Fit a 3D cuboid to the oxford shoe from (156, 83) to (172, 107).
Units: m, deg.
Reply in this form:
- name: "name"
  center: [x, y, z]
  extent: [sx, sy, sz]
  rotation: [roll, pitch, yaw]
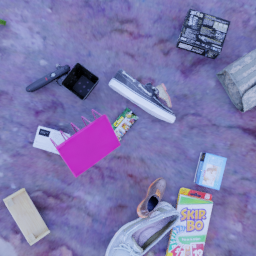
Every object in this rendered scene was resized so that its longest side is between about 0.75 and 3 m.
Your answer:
- name: "oxford shoe"
  center: [1.228, -1.071, 9.543]
  extent: [0.325, 0.311, 0.879]
  rotation: [-23, 81, 3]

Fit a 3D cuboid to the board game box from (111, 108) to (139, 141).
- name: "board game box"
  center: [-0.189, -0.135, 10.488]
  extent: [0.617, 0.138, 1.177]
  rotation: [39, 87, 5]

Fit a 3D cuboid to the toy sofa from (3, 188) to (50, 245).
- name: "toy sofa"
  center: [-3.613, 3.148, 9.998]
  extent: [0.788, 0.929, 1.903]
  rotation: [-31, 86, -27]

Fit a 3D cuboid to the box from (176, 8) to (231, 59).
- name: "box"
  center: [2.779, -3.494, 10.452]
  extent: [1.606, 0.692, 1.315]
  rotation: [18, 86, 1]

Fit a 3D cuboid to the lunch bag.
- name: "lunch bag"
  center: [4.369, -1.653, 10.151]
  extent: [1.490, 1.068, 1.817]
  rotation: [-33, 93, -5]

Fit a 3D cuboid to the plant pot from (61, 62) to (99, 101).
- name: "plant pot"
  center: [-1.673, -1.595, 10.213]
  extent: [1.007, 0.896, 1.010]
  rotation: [37, 86, 3]

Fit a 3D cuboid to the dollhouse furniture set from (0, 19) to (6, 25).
- name: "dollhouse furniture set"
  center: [-5.220, -3.369, 10.672]
  extent: [0.836, 0.646, 1.673]
  rotation: [21, 105, -6]

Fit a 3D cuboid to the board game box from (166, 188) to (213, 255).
- name: "board game box"
  center: [2.230, 3.541, 10.087]
  extent: [1.230, 0.386, 2.575]
  rotation: [12, 85, 2]

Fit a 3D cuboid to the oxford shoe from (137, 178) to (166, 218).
- name: "oxford shoe"
  center: [0.982, 2.379, 9.753]
  extent: [0.607, 0.621, 1.704]
  rotation: [41, 53, -5]

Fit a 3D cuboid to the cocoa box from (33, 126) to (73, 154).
- name: "cocoa box"
  center: [-2.669, 0.465, 10.118]
  extent: [1.168, 0.766, 0.779]
  rotation: [16, 86, 1]

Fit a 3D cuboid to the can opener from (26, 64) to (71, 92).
- name: "can opener"
  center: [-2.927, -1.796, 10.379]
  extent: [1.874, 0.594, 0.737]
  rotation: [-24, 87, -2]

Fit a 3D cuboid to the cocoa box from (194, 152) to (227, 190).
- name: "cocoa box"
  center: [2.927, 1.524, 10.034]
  extent: [0.782, 0.769, 1.172]
  rotation: [15, 86, 1]

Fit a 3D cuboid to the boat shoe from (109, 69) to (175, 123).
- name: "boat shoe"
  center: [0.656, -1.207, 10.195]
  extent: [2.752, 0.987, 0.933]
  rotation: [34, 88, 9]

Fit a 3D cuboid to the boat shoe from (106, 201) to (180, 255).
- name: "boat shoe"
  center: [0.512, 3.704, 9.574]
  extent: [2.940, 0.943, 1.083]
  rotation: [-35, 102, -12]

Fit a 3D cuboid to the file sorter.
- name: "file sorter"
  center: [-1.435, 0.410, 9.120]
  extent: [1.800, 1.129, 1.251]
  rotation: [-36, 123, -17]
